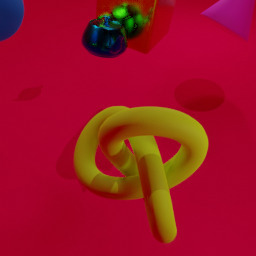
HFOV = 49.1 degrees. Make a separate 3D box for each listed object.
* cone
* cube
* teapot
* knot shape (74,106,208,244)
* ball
[{"bbox_3d":[3.149,-3.518,7.839,1.586,1.592,1.586,26,22,-12],"label":"cone"},{"bbox_3d":[0.206,-2.750,6.338,1.372,1.372,1.372,24,46,14],"label":"cube"},{"bbox_3d":[-0.439,-1.886,5.723,0.969,0.763,1.559,-8,38,-27],"label":"teapot"},{"bbox_3d":[0.009,0.419,3.659,1.812,1.936,0.895,24,40,35],"label":"knot shape"},{"bbox_3d":[-2.097,-1.808,4.108,1.077,1.077,1.077,0,44,0],"label":"ball"}]
